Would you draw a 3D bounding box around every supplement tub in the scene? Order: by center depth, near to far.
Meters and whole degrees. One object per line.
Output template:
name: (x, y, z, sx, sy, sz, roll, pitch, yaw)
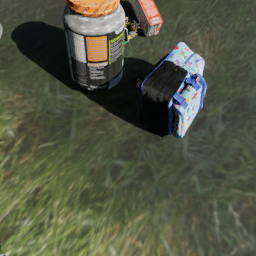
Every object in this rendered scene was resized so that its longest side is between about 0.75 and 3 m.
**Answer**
supplement tub: (-0.971, -2.631, 8.309, 1.740, 2.840, 1.740, 2, 53, -3)

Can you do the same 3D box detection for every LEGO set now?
LEGO set: (-0.144, -3.571, 10.004, 1.155, 0.669, 0.888, -29, 64, -10)

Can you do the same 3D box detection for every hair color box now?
hair color box: (0.616, -4.231, 10.054, 0.509, 0.843, 1.661, -21, 83, -11)

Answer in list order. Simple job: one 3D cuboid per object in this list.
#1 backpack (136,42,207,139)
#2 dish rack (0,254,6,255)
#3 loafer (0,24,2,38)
backpack: (1.467, -1.170, 8.143, 1.569, 2.129, 2.332, 28, 65, 22)
dish rack: (-3.428, 3.357, 6.230, 0.302, 1.388, 1.191, 40, 102, 23)
loafer: (-4.901, -2.437, 9.008, 1.027, 0.951, 2.731, 14, 82, -13)
